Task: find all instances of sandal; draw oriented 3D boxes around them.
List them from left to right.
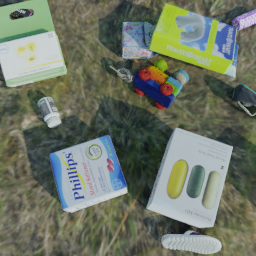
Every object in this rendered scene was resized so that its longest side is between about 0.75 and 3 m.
[{"bbox_3d":[1.696,2.973,7.487,1.595,0.649,0.392,8,32,-1],"label":"sandal"}]

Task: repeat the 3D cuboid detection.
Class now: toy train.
[{"bbox_3d":[0.727,-1.772,9.020,2.325,0.984,1.345,37,64,13],"label":"toy train"}]

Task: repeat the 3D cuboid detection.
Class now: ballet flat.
[{"bbox_3d":[4.184,-0.606,8.731,2.087,0.763,0.763,30,73,4],"label":"ballet flat"}]

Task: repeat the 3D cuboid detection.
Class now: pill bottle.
[{"bbox_3d":[-2.442,-0.489,8.732,0.496,0.496,0.877,-24,71,-9],"label":"pill bottle"}]

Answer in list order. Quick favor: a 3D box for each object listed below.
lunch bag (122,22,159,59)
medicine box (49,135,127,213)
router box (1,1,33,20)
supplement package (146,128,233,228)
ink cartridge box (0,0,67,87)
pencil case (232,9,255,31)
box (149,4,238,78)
[{"bbox_3d":[0.436,-2.987,9.499,1.269,0.807,1.076,2,69,-5],"label":"lunch bag"},{"bbox_3d":[-1.088,1.290,7.858,1.762,0.907,1.605,-18,70,-7],"label":"medicine box"},{"bbox_3d":[-3.756,-3.862,9.788,1.125,0.839,0.287,25,73,8],"label":"router box"},{"bbox_3d":[1.584,1.374,7.477,1.558,1.546,2.053,19,71,7],"label":"supplement package"},{"bbox_3d":[-3.248,-2.824,9.041,1.919,0.633,2.638,-15,96,-5],"label":"ink cartridge box"},{"bbox_3d":[4.295,-3.898,9.985,1.168,0.500,0.490,-28,78,-9],"label":"pencil case"},{"bbox_3d":[2.266,-2.816,8.976,2.856,0.680,1.741,19,57,1],"label":"box"}]
